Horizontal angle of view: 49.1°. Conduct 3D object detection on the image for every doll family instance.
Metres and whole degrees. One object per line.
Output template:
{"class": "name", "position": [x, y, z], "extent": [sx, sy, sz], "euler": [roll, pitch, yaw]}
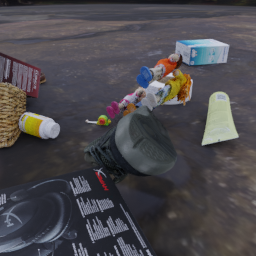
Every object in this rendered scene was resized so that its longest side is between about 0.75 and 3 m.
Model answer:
{"class": "doll family", "position": [0.784, -0.871, 7.784], "extent": [1.771, 2.853, 1.286], "euler": [-33, 87, -37]}

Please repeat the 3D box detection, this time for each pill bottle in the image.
{"class": "pill bottle", "position": [-2.383, -0.048, 7.574], "extent": [1.044, 0.570, 0.570], "euler": [15, 32, 23]}

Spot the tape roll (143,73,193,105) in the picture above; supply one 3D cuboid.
{"class": "tape roll", "position": [1.424, -1.457, 10.120], "extent": [1.744, 0.610, 1.744], "euler": [0, 29, 0]}

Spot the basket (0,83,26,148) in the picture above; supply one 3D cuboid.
{"class": "basket", "position": [-4.104, -0.265, 7.822], "extent": [2.294, 1.709, 1.638], "euler": [-2, -4, -3]}

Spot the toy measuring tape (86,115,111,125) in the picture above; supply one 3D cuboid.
{"class": "toy measuring tape", "position": [-0.878, -0.251, 8.264], "extent": [0.785, 0.289, 0.289], "euler": [7, 29, 13]}

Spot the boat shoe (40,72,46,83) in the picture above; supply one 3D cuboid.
{"class": "boat shoe", "position": [-4.337, -2.042, 11.086], "extent": [2.077, 0.731, 0.731], "euler": [-12, 30, -23]}

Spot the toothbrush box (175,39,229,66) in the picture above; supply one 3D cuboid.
{"class": "toothbrush box", "position": [3.712, -3.875, 14.210], "extent": [2.163, 0.923, 1.584], "euler": [-9, 30, -17]}

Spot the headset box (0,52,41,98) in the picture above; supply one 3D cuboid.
{"class": "headset box", "position": [-4.398, -1.701, 8.947], "extent": [2.156, 1.119, 2.897], "euler": [7, 0, 19]}

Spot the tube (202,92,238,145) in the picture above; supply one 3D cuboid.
{"class": "tube", "position": [2.579, -0.266, 7.940], "extent": [0.610, 0.682, 2.350], "euler": [27, 35, -1]}

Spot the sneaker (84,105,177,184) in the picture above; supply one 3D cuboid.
{"class": "sneaker", "position": [-0.067, 0.457, 4.627], "extent": [1.537, 1.026, 2.683], "euler": [-43, 6, 9]}

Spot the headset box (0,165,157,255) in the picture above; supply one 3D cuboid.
{"class": "headset box", "position": [-1.319, 1.799, 3.593], "extent": [2.937, 1.134, 2.186], "euler": [-13, 31, -20]}
